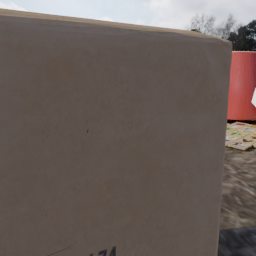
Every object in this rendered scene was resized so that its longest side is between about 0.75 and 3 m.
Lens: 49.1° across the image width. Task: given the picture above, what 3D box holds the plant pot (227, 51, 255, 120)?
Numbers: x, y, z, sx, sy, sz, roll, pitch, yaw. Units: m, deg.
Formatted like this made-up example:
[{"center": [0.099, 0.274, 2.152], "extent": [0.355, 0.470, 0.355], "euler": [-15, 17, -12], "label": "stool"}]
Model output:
[{"center": [3.946, -1.598, 10.537], "extent": [2.651, 2.345, 2.651], "euler": [2, 9, 0], "label": "plant pot"}]

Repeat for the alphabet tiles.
[{"center": [3.267, 0.169, 8.149], "extent": [2.296, 0.087, 2.760], "euler": [13, 18, 42], "label": "alphabet tiles"}]

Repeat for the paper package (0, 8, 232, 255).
[{"center": [-0.566, 0.473, 2.016], "extent": [2.478, 2.362, 1.282], "euler": [-7, 15, -34], "label": "paper package"}]

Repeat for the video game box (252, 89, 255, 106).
[{"center": [5.261, -0.341, 7.578], "extent": [2.596, 0.667, 2.849], "euler": [1, 31, -5], "label": "video game box"}]
